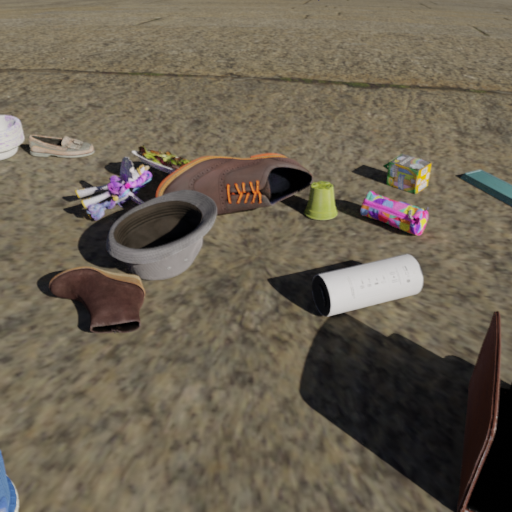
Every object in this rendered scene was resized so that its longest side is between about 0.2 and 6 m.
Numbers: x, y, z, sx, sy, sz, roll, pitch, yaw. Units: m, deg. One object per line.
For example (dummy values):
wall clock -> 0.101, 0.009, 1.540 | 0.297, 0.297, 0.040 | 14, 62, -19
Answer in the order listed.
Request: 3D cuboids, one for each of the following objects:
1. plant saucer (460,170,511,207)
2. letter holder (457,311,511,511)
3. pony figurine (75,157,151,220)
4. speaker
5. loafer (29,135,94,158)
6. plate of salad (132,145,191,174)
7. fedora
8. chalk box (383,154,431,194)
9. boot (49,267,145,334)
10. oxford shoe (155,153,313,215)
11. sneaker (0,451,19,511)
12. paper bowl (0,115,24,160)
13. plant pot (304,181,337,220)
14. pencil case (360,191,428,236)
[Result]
plant saucer -> 6.018, -1.671, 13.863 | 0.704, 0.191, 2.013 | -14, 34, -21
letter holder -> 3.311, 1.946, 6.926 | 1.143, 1.615, 2.273 | 12, 34, 18
pony figurine -> -3.069, -1.491, 12.704 | 1.809, 1.507, 1.746 | -29, 30, -13
speaker -> 1.960, 0.514, 9.930 | 1.879, 0.763, 0.763 | -12, 35, -18
loafer -> -5.482, -3.101, 15.711 | 1.783, 0.561, 0.641 | -1, 33, -1
plate of salad -> -2.185, -2.392, 14.133 | 1.902, 0.457, 1.902 | 20, 12, -5
fedora -> -1.759, -0.288, 10.936 | 1.968, 1.005, 2.226 | 26, 49, 37
chalk box -> 3.716, -2.091, 14.064 | 1.085, 0.671, 0.675 | 26, 42, 36
boot -> -2.787, 0.781, 9.648 | 1.697, 0.614, 1.411 | -1, 31, -8
oxford shoe -> -0.418, -1.584, 12.465 | 3.684, 1.311, 1.336 | -20, 25, -27
sneaker -> -3.588, 2.364, 6.746 | 0.987, 1.120, 2.512 | -19, 38, -26
paper bowl -> -7.374, -3.224, 15.586 | 1.727, 0.898, 1.727 | 0, 33, 0
plant pot -> 1.480, -1.291, 12.738 | 0.763, 0.702, 0.763 | -1, 29, 1
pencil case -> 3.026, -0.945, 12.286 | 1.505, 0.665, 0.665 | 24, 40, 37
